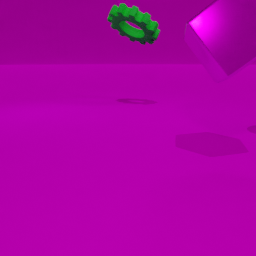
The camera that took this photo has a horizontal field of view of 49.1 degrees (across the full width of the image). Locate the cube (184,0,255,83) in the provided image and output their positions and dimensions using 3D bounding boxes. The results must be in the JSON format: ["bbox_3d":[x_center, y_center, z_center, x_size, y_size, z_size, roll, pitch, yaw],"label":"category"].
[{"bbox_3d":[1.864,-1.671,5.124,1.195,1.195,1.195,-36,-1,10],"label":"cube"}]

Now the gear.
[{"bbox_3d":[0.222,-4.041,11.047,2.080,0.385,2.080,24,-6,3],"label":"gear"}]
